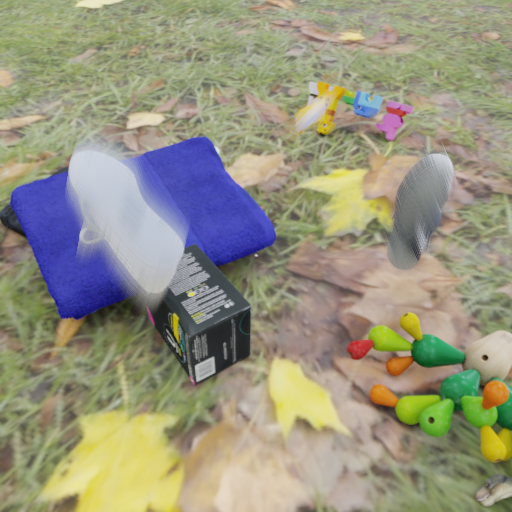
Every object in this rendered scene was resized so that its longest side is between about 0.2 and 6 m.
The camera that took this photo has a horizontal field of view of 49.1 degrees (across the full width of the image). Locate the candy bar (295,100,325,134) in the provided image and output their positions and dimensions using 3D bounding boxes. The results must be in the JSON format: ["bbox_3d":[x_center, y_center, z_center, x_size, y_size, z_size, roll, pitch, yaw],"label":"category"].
[{"bbox_3d":[1.057,-2.698,10.823,0.201,0.453,1.817,9,23,18],"label":"candy bar"}]

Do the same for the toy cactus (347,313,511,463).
[{"bbox_3d":[3.142,1.730,8.344,3.062,1.566,2.526,27,39,37],"label":"toy cactus"}]

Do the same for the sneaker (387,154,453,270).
[{"bbox_3d":[2.713,-0.919,9.101,0.748,1.967,1.421,23,36,16],"label":"sneaker"}]

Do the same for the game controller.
[{"bbox_3d":[-4.373,-1.200,12.152,1.181,0.477,2.264,32,50,11],"label":"game controller"}]

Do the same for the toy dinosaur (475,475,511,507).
[{"bbox_3d":[3.983,3.221,7.264,2.048,0.486,0.903,0,36,-5],"label":"toy dinosaur"}]

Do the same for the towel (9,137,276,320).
[{"bbox_3d":[-2.120,-0.618,10.591,4.193,1.039,3.096,-20,57,-24],"label":"towel"}]

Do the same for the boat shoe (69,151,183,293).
[{"bbox_3d":[-1.995,-0.427,8.202,0.949,1.095,2.569,-20,56,-42],"label":"boat shoe"}]

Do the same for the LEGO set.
[{"bbox_3d":[2.279,-3.625,14.363,2.972,1.219,1.133,25,17,31],"label":"LEGO set"}]

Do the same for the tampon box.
[{"bbox_3d":[-0.996,0.914,9.118,1.091,1.295,1.728,-24,48,-24],"label":"tampon box"}]

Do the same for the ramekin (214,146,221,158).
[{"bbox_3d":[-1.197,-2.319,13.322,0.770,0.376,0.770,0,43,0],"label":"ramekin"}]
